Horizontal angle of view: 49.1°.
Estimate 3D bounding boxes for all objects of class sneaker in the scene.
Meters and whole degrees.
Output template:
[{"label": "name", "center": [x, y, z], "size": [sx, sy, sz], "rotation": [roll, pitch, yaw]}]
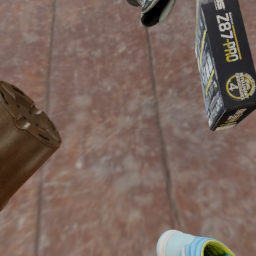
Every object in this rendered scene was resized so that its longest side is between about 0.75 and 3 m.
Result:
[{"label": "sneaker", "center": [0.365, -2.595, 5.726], "size": [0.761, 2.027, 1.171], "rotation": [19, 86, -27]}, {"label": "sneaker", "center": [1.267, 2.490, 4.213], "size": [0.759, 1.246, 1.908], "rotation": [-29, 92, -37]}]

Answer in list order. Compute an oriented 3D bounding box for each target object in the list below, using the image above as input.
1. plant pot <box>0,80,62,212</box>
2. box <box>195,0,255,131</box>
[{"label": "plant pot", "center": [-2.087, 0.329, 4.222], "size": [1.746, 1.764, 1.764], "rotation": [-41, 69, 3]}, {"label": "box", "center": [1.839, -1.191, 5.664], "size": [0.675, 2.750, 2.216], "rotation": [-12, 79, 11]}]
